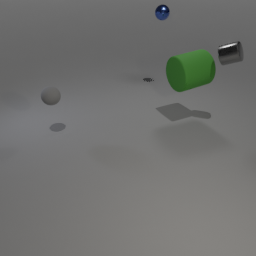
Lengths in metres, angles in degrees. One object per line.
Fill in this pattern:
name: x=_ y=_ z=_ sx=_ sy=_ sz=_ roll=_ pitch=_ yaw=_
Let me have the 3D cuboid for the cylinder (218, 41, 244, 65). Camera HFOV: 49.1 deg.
cylinder: x=3.643 y=-2.636 z=9.924 sx=0.700 sy=0.700 sz=0.700 roll=-7 pitch=21 yaw=36

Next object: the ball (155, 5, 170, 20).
ball: x=1.628 y=-5.473 z=13.275 sx=0.700 sy=0.700 sz=0.700 roll=0 pitch=29 yaw=0

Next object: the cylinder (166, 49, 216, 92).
cylinder: x=2.438 y=-2.248 z=10.992 sx=1.400 sy=1.400 sz=1.400 roll=-18 pitch=33 yaw=-20

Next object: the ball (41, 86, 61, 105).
ball: x=-2.795 y=-1.167 z=10.143 sx=0.700 sy=0.700 sz=0.700 roll=0 pitch=29 yaw=0
